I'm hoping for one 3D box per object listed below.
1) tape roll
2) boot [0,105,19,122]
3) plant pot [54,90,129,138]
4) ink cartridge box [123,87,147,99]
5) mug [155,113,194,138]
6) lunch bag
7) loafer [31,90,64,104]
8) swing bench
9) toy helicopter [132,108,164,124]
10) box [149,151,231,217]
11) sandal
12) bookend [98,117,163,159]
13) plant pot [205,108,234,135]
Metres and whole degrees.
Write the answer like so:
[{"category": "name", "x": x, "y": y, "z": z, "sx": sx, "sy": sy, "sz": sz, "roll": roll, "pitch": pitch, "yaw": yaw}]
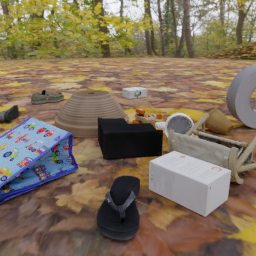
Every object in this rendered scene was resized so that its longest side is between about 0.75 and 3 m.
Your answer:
[{"category": "tape roll", "x": 5.195, "y": -1.229, "z": 11.006, "sx": 2.454, "sy": 2.454, "sz": 0.811, "roll": -2, "pitch": 17, "yaw": -6}, {"category": "boot", "x": -5.509, "y": -0.609, "z": 12.295, "sx": 1.074, "sy": 0.557, "sz": 1.644, "roll": -6, "pitch": 17, "yaw": 0}, {"category": "plant pot", "x": -1.447, "y": -0.735, "z": 11.266, "sx": 3.003, "sy": 1.386, "sz": 3.003, "roll": 0, "pitch": 17, "yaw": 0}, {"category": "ink cartridge box", "x": 0.395, "y": -2.133, "z": 16.916, "sx": 1.238, "sy": 0.521, "sz": 0.904, "roll": -10, "pitch": 21, "yaw": -29}, {"category": "mug", "x": 1.623, "y": -0.060, "z": 9.817, "sx": 1.326, "sy": 0.979, "sz": 1.162, "roll": 4, "pitch": 9, "yaw": 9}, {"category": "lunch bag", "x": -2.882, "y": 0.859, "z": 7.065, "sx": 1.907, "sy": 1.192, "sz": 2.533, "roll": 18, "pitch": 34, "yaw": 37}, {"category": "loafer", "x": -4.447, "y": -1.782, "z": 15.586, "sx": 1.942, "sy": 0.676, "sz": 0.730, "roll": -16, "pitch": 24, "yaw": -40}, {"category": "swing bench", "x": 2.406, "y": 0.563, "z": 7.604, "sx": 1.924, "sy": 1.248, "sz": 1.914, "roll": -22, "pitch": 29, "yaw": -38}, {"category": "toy helicopter", "x": 1.085, "y": -0.298, "z": 11.450, "sx": 1.698, "sy": 0.670, "sz": 1.123, "roll": 21, "pitch": 16, "yaw": 24}, {"category": "box", "x": 1.357, "y": 1.183, "z": 6.345, "sx": 0.961, "sy": 0.753, "sz": 1.545, "roll": -16, "pitch": 23, "yaw": -41}, {"category": "sandal", "x": -0.166, "y": 1.491, "z": 5.858, "sx": 0.837, "sy": 0.471, "sz": 2.202, "roll": 1, "pitch": 18, "yaw": 3}, {"category": "bookend", "x": -0.016, "y": 0.245, "z": 9.111, "sx": 1.809, "sy": 0.838, "sz": 1.820, "roll": -2, "pitch": 16, "yaw": -12}, {"category": "plant pot", "x": 3.484, "y": -0.158, "z": 10.579, "sx": 0.853, "sy": 0.853, "sz": 0.915, "roll": -14, "pitch": 41, "yaw": -37}]
